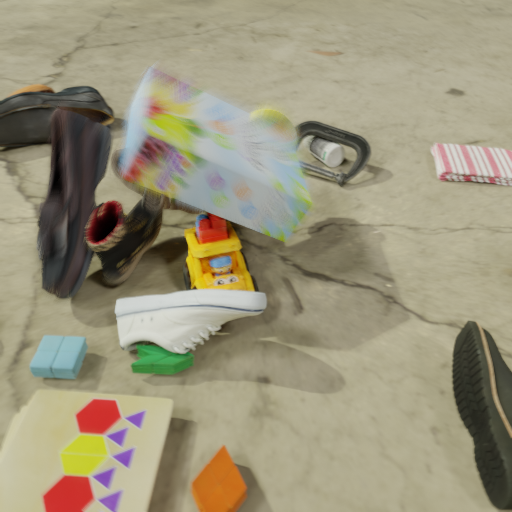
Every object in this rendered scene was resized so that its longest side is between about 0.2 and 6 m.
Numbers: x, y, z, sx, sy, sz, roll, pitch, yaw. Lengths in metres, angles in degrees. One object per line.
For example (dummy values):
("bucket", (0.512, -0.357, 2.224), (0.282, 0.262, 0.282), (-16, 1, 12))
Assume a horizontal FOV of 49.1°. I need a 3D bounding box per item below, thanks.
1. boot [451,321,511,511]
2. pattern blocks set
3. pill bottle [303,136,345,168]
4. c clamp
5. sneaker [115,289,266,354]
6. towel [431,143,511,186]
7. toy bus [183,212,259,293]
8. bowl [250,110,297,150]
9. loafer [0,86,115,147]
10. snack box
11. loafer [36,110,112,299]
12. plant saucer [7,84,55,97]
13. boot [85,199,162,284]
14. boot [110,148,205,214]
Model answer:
("boot", (3.472, 1.948, 6.948), (1.642, 0.920, 2.374), (4, 51, -3))
("pattern blocks set", (-2.088, 2.640, 6.333), (3.880, 0.358, 4.414), (8, 39, 10))
("pill bottle", (1.520, -2.435, 12.678), (0.542, 0.542, 0.959), (-20, 43, -24))
("c clamp", (1.306, -2.092, 12.144), (2.167, 0.294, 1.851), (17, 68, 17))
("sneaker", (-0.918, 0.928, 7.829), (2.373, 0.840, 0.867), (-9, -8, 28))
("towel", (4.919, -2.009, 12.394), (1.934, 0.289, 1.415), (6, 38, 4))
("toy bus", (-0.591, 0.027, 8.685), (1.047, 1.480, 1.542), (-10, 30, -12))
("bowl", (0.160, -2.176, 10.060), (1.105, 1.105, 0.595), (-2, 38, -3))
("loafer", (-4.918, -3.229, 13.260), (3.207, 1.167, 1.159), (-28, 50, -29))
("snack box", (-0.609, -1.583, 8.596), (2.647, 0.896, 2.232), (21, 34, -24))
("loafer", (-3.111, -0.880, 8.936), (1.110, 0.972, 3.087), (-11, 65, 37))
("plant saucer", (-5.734, -3.816, 13.897), (1.507, 0.282, 1.507), (-31, 6, 4))
("boot", (-2.071, -0.483, 8.870), (0.595, 1.225, 1.627), (21, 67, 15))
("boot", (-1.685, -1.693, 9.839), (2.803, 0.985, 2.049), (36, 28, 27))
